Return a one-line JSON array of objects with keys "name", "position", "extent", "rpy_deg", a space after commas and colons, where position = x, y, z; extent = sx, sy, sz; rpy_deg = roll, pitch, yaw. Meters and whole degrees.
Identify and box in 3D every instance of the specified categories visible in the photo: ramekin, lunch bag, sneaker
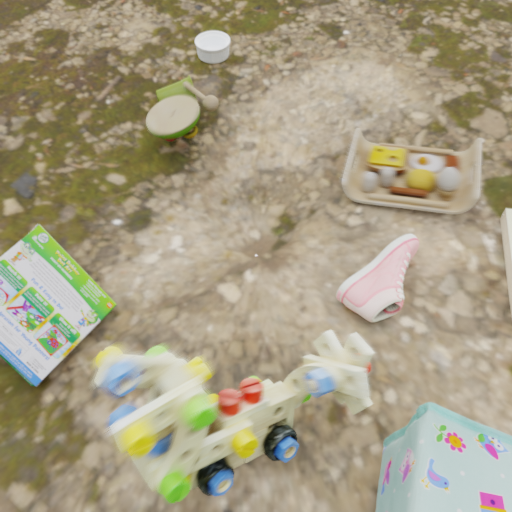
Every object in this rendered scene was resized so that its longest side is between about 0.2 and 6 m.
[{"name": "ramekin", "position": [-1.206, -5.806, 15.637], "extent": [0.981, 0.478, 0.981], "rpy_deg": [0, 52, 0]}, {"name": "lunch bag", "position": [3.259, 3.892, 7.351], "extent": [3.217, 1.962, 2.741], "rpy_deg": [22, 49, 2]}, {"name": "sneaker", "position": [2.602, 0.491, 10.656], "extent": [2.044, 0.769, 1.069], "rpy_deg": [-36, 58, -18]}]

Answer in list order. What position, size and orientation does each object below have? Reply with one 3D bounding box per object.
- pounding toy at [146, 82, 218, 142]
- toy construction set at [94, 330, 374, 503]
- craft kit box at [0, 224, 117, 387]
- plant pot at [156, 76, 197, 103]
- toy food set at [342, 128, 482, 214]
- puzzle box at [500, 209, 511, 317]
[{"name": "pounding toy", "position": [-1.734, -3.184, 13.237], "extent": [1.283, 0.771, 1.663], "rpy_deg": [33, 69, 31]}, {"name": "toy construction set", "position": [-0.250, 2.104, 7.978], "extent": [3.861, 2.531, 1.778], "rpy_deg": [-7, 28, -20]}, {"name": "craft kit box", "position": [-3.883, 0.849, 9.845], "extent": [2.044, 0.496, 2.019], "rpy_deg": [50, 61, -15]}, {"name": "plant pot", "position": [-1.984, -3.901, 13.910], "extent": [0.905, 0.953, 0.953], "rpy_deg": [-15, 54, -8]}, {"name": "toy food set", "position": [3.441, -2.026, 12.339], "extent": [2.807, 0.848, 2.014], "rpy_deg": [9, 52, 13]}, {"name": "puzzle box", "position": [5.951, 0.378, 10.981], "extent": [1.981, 0.378, 2.977], "rpy_deg": [9, 53, 6]}]
